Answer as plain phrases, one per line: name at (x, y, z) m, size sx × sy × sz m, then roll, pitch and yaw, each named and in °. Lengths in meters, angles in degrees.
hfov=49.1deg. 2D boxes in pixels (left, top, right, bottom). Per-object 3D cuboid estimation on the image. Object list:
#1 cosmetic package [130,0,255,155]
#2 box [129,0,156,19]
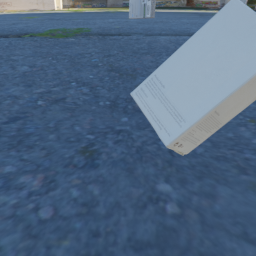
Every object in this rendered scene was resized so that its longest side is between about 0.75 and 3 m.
cosmetic package at (1.220, -0.701, 4.234) m, size 0.851 × 2.096 × 1.183 m, roll 25°, pitch 30°, yaw -56°
box at (0.393, -3.468, 7.853) m, size 0.196 × 0.744 × 0.954 m, roll -11°, pitch 22°, yaw -37°
